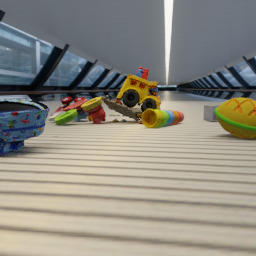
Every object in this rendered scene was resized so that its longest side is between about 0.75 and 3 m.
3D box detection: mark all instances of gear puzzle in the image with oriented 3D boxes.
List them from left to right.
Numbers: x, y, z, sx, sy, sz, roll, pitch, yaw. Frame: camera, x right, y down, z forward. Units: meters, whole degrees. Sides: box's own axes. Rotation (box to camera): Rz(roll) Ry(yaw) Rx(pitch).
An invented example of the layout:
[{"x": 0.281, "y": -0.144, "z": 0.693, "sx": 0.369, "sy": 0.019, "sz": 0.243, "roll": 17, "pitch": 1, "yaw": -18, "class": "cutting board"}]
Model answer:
[{"x": -0.058, "y": -0.920, "z": 13.549, "sx": 2.745, "sy": 0.359, "sz": 1.422, "roll": 25, "pitch": -13, "yaw": 28, "class": "gear puzzle"}]

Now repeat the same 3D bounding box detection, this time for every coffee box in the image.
[{"x": 5.165, "y": -0.796, "z": 14.636, "sx": 2.098, "sy": 0.836, "sz": 1.200, "roll": -1, "pitch": 7, "yaw": -4, "class": "coffee box"}]

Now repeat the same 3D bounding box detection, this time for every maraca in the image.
[{"x": 4.013, "y": -0.264, "z": 9.098, "sx": 2.358, "sy": 1.261, "sz": 1.617, "roll": 18, "pitch": 32, "yaw": 19, "class": "maraca"}]

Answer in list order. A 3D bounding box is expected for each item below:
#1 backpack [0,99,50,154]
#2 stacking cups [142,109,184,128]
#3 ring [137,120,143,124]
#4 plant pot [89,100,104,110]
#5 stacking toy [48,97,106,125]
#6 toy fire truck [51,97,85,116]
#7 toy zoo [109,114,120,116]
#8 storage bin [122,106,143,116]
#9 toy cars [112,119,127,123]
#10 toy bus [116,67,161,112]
[{"x": -2.972, "y": -0.087, "z": 7.013, "sx": 1.952, "sy": 1.313, "sz": 1.782, "roll": -2, "pitch": 7, "yaw": -6, "class": "backpack"}, {"x": 1.726, "y": -0.509, "z": 12.503, "sx": 0.810, "sy": 0.810, "sz": 2.678, "roll": 6, "pitch": 9, "yaw": 39, "class": "stacking cups"}, {"x": 1.067, "y": -0.265, "z": 13.349, "sx": 1.248, "sy": 0.120, "sz": 1.248, "roll": -1, "pitch": 6, "yaw": 0, "class": "ring"}, {"x": -2.059, "y": -1.152, "z": 17.324, "sx": 1.018, "sy": 1.018, "sz": 0.997, "roll": -4, "pitch": 16, "yaw": -32, "class": "plant pot"}, {"x": -2.441, "y": -0.484, "z": 13.684, "sx": 2.390, "sy": 1.115, "sz": 2.641, "roll": -33, "pitch": 19, "yaw": -24, "class": "stacking toy"}, {"x": -3.202, "y": -0.956, "z": 15.974, "sx": 1.948, "sy": 1.092, "sz": 1.636, "roll": 1, "pitch": 31, "yaw": 14, "class": "toy fire truck"}, {"x": -0.815, "y": -0.814, "z": 17.866, "sx": 0.499, "sy": 0.078, "sz": 0.760, "roll": 3, "pitch": 8, "yaw": 23, "class": "toy zoo"}, {"x": 0.397, "y": -1.075, "z": 17.794, "sx": 1.345, "sy": 0.630, "sz": 1.335, "roll": 2, "pitch": 8, "yaw": 10, "class": "storage bin"}, {"x": -0.417, "y": -0.375, "z": 13.950, "sx": 0.799, "sy": 0.177, "sz": 0.358, "roll": -1, "pitch": 8, "yaw": -11, "class": "toy cars"}, {"x": 0.788, "y": -1.907, "z": 14.106, "sx": 2.251, "sy": 2.161, "sz": 1.527, "roll": 21, "pitch": -2, "yaw": -1, "class": "toy bus"}]
